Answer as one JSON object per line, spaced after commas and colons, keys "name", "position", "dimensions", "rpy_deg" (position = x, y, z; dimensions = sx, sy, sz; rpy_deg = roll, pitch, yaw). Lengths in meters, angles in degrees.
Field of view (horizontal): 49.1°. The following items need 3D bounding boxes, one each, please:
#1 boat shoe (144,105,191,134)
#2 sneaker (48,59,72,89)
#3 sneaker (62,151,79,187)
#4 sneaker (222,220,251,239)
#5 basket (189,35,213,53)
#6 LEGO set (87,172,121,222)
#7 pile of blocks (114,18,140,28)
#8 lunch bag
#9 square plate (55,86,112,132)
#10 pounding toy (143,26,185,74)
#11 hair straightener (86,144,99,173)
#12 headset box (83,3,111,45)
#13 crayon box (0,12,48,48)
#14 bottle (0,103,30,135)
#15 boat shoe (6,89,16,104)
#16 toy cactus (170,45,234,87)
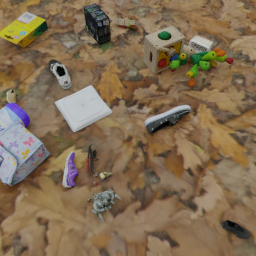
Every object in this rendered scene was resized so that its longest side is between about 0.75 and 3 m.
{"name": "boat shoe", "position": [1.590, -0.303, 10.844], "dimensions": [1.932, 0.663, 0.547], "rpy_deg": [-21, 65, -6]}
{"name": "sneaker", "position": [-3.005, -2.584, 12.235], "dimensions": [0.669, 0.800, 1.807], "rpy_deg": [-29, 60, -16]}
{"name": "sneaker", "position": [-1.971, 1.459, 9.813], "dimensions": [0.532, 0.514, 1.275], "rpy_deg": [8, 64, -13]}
{"name": "sneaker", "position": [3.370, 3.127, 8.662], "dimensions": [0.883, 0.401, 0.335], "rpy_deg": [21, 57, 12]}
{"name": "basket", "position": [3.399, -3.799, 13.122], "dimensions": [0.983, 0.666, 0.606], "rpy_deg": [31, 58, 19]}
{"name": "LEGO set", "position": [-0.852, 2.165, 9.250], "dimensions": [1.097, 0.479, 1.689], "rpy_deg": [-17, 58, -11]}
{"name": "pile of blocks", "position": [-0.087, -5.292, 14.320], "dimensions": [1.377, 0.565, 0.428], "rpy_deg": [16, 100, 21]}
{"name": "lunch bag", "position": [-3.934, 0.913, 9.716], "dimensions": [1.510, 1.132, 1.781], "rpy_deg": [36, 69, 21]}
{"name": "square plate", "position": [-1.839, -0.886, 11.421], "dimensions": [1.777, 0.255, 1.793], "rpy_deg": [-29, 61, -17]}
{"name": "pounding toy", "position": [1.546, -3.361, 12.079], "dimensions": [1.727, 1.876, 1.334], "rpy_deg": [-26, 60, -16]}
{"name": "hair straightener", "position": [-1.264, 1.085, 10.075], "dimensions": [0.435, 0.231, 1.130], "rpy_deg": [9, 59, -16]}
{"name": "headset box", "position": [-1.503, -5.055, 13.551], "dimensions": [0.694, 1.302, 1.496], "rpy_deg": [-27, 60, -17]}
{"name": "crayon box", "position": [-5.184, -4.782, 13.828], "dimensions": [1.346, 0.538, 2.120], "rpy_deg": [27, 60, 17]}
{"name": "bottle", "position": [-4.951, 0.210, 10.312], "dimensions": [1.111, 0.868, 2.659], "rpy_deg": [35, 63, 21]}
{"name": "boat shoe", "position": [-4.747, -1.292, 11.471], "dimensions": [0.368, 0.346, 0.966], "rpy_deg": [-42, 49, 9]}
{"name": "toy cactus", "position": [2.979, -3.002, 12.425], "dimensions": [2.768, 1.415, 2.284], "rpy_deg": [-19, 40, -9]}
